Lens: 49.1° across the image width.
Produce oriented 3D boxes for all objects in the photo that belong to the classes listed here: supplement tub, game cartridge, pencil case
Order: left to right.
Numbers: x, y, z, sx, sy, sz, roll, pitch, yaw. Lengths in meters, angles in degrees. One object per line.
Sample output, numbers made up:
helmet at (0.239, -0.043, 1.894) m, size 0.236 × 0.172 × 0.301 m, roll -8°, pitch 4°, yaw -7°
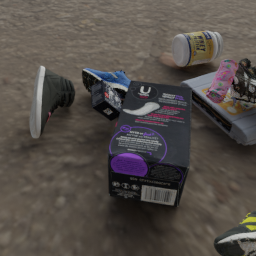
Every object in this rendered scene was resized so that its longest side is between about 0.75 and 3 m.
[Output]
supplement tub at (2.473, -2.854, 10.028) m, size 1.557 × 1.124 × 1.124 m, roll -12°, pitch 43°, yaw -14°
pencil case at (2.463, -1.233, 7.355) m, size 0.521 × 0.521 × 1.193 m, roll 23°, pitch 74°, yaw 23°
game cartridge at (3.108, -0.766, 8.174) m, size 1.925 × 0.600 × 2.891 m, roll -22°, pitch 46°, yaw -17°

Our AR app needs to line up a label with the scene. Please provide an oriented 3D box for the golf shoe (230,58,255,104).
golf shoe at (3.319, -0.915, 7.514) m, size 0.981 × 0.807 × 2.076 m, roll -30°, pitch 52°, yaw 5°

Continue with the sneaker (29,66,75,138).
sneaker at (-2.043, -0.679, 7.791) m, size 1.146 × 0.817 × 2.311 m, roll 15°, pitch 52°, yaw -26°

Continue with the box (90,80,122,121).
box at (-0.575, -0.739, 7.549) m, size 0.432 × 0.830 × 0.756 m, roll -28°, pitch 51°, yaw 23°

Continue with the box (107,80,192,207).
box at (0.554, 0.233, 6.348) m, size 1.571 × 1.363 × 2.570 m, roll 9°, pitch 44°, yaw 7°

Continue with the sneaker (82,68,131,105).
sneaker at (-0.532, -1.372, 8.674) m, size 2.026 × 0.796 × 0.903 m, roll 26°, pitch 48°, yaw 16°

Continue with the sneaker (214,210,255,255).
sneaker at (2.262, 1.892, 5.090) m, size 1.541 × 0.574 × 0.652 m, roll -13°, pitch 25°, yaw -3°
